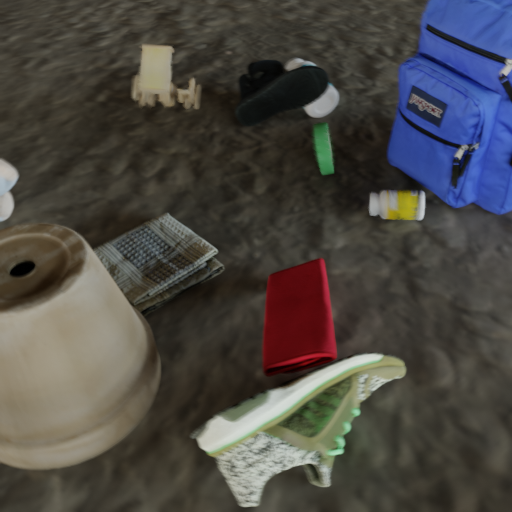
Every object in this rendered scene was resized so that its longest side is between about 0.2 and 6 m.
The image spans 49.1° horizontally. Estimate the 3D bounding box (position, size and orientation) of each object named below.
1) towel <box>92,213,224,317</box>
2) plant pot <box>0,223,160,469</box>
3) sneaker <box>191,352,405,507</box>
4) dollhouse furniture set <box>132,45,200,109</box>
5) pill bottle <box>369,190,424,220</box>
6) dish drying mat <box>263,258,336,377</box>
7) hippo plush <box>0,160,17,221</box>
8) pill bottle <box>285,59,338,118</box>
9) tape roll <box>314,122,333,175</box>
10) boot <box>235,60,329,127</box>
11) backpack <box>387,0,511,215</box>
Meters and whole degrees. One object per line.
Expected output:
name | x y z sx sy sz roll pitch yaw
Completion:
towel | -1.808 0.069 9.903 1.887 0.338 1.960 -30 51 -29
plant pot | -2.765 0.973 7.404 2.762 2.396 2.762 1 43 -1
sneaker | 0.752 2.236 7.294 3.066 1.179 1.358 -18 76 -21
dollhouse furniture set | -2.251 -4.322 13.645 1.482 1.050 1.614 5 1 7
pill bottle | 2.716 -0.985 10.858 1.005 0.565 0.565 3 42 12
dish drying mat | 0.627 0.842 8.469 1.032 0.244 2.687 -19 23 12
hippo plush | -5.474 -0.891 9.825 2.346 1.869 1.886 -8 42 -10
pill bottle | 1.319 -4.271 14.060 0.873 0.873 1.576 -19 58 -19
tape roll | 1.446 -2.276 11.900 0.262 1.088 1.088 -7 41 11
boot | 0.578 -4.350 13.854 2.443 0.933 2.053 -21 39 22
backpack | 4.481 -3.136 10.666 3.374 4.021 3.267 -27 50 -27
